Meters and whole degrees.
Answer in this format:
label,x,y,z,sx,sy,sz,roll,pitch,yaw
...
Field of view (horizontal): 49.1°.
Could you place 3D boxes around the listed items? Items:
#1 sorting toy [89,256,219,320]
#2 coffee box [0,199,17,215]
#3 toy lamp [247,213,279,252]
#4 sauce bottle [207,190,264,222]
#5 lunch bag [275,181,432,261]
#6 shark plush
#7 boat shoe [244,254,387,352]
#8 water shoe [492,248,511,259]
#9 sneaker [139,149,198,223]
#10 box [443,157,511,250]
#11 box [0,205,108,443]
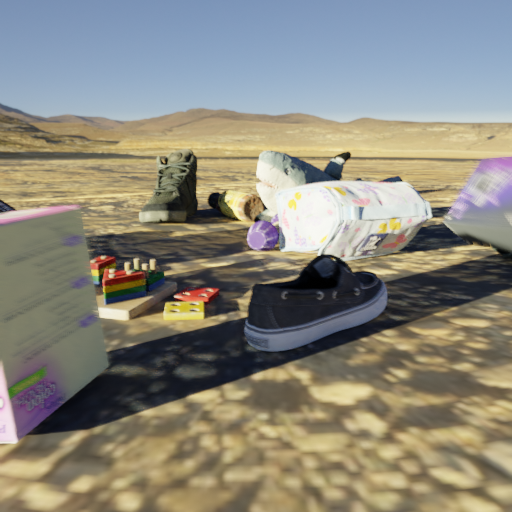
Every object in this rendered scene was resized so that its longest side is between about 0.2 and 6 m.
label,x,y,z,sx,sy,sz,roll,pitch,yaw
sorting toy,-1.734,0.342,6.856,2.640,0.447,1.273,4,13,17
coffee box,-4.033,-0.257,7.920,1.046,0.738,1.850,33,13,-3
toy lamp,0.281,-0.445,10.217,0.561,0.561,1.927,4,13,17
sauce bottle,-0.577,-1.248,13.576,0.685,0.685,2.074,-8,13,-31
lunch bag,1.513,-0.593,9.141,1.758,1.318,2.073,-6,3,-25
shark plush,1.813,-1.414,11.886,4.044,1.684,1.837,-5,14,-22
boat shoe,0.711,0.356,6.046,2.246,0.744,0.785,-13,18,-43
water shoe,4.422,-0.414,9.580,0.828,0.750,2.097,0,12,13
sneaker,-2.030,-1.610,13.023,1.096,1.643,2.868,0,15,9
box,3.534,-0.716,7.548,0.662,1.184,1.678,33,-6,-20
box,-1.792,0.418,4.127,0.684,1.414,1.244,-5,12,14
